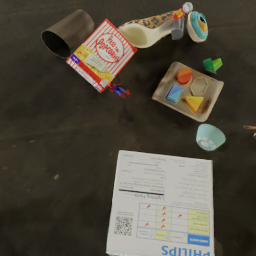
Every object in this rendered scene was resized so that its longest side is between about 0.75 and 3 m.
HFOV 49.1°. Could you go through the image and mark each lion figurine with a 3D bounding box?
[{"bbox_3d":[4.934,-0.285,8.468,1.457,2.379,0.862,-26,107,-38],"label":"lion figurine"}]

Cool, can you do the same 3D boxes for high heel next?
[{"bbox_3d":[0.852,-3.973,10.909,2.739,0.978,1.953,3,42,13],"label":"high heel"}]

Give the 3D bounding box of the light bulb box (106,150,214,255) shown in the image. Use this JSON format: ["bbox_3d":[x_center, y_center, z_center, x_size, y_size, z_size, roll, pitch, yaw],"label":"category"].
[{"bbox_3d":[0.799,2.073,7.184,2.431,1.530,2.452,6,63,3],"label":"light bulb box"}]

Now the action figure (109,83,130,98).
[{"bbox_3d":[-0.365,-1.322,9.501,0.354,0.279,1.081,-44,39,-11],"label":"action figure"}]

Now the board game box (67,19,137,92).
[{"bbox_3d":[-0.855,-2.488,9.635,1.533,0.468,2.023,41,70,-14],"label":"board game box"}]

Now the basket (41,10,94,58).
[{"bbox_3d":[-2.134,-3.557,10.409,1.480,1.116,1.641,23,59,28],"label":"basket"}]

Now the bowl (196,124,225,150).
[{"bbox_3d":[2.429,0.347,8.456,0.879,0.879,0.460,31,65,15],"label":"bowl"}]

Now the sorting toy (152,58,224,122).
[{"bbox_3d":[2.278,-1.671,9.785,1.985,0.395,2.685,26,66,13],"label":"sorting toy"}]

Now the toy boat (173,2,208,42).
[{"bbox_3d":[2.459,-3.968,10.417,1.637,0.761,1.376,23,55,-35],"label":"toy boat"}]
